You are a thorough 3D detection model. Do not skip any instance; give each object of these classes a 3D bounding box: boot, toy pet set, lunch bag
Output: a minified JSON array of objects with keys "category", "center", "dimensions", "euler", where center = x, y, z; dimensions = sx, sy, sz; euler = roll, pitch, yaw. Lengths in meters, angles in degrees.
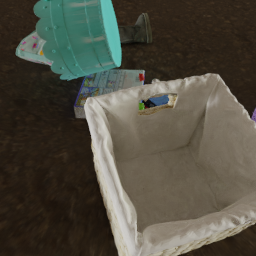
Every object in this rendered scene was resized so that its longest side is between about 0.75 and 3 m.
[{"category":"boot","center":[-0.227,-4.127,11.778],"dimensions":[2.302,0.835,2.093],"euler":[-7,42,3]},{"category":"toy pet set","center":[0.833,-0.391,7.172],"dimensions":[0.878,1.544,1.654],"euler":[-6,53,11]},{"category":"lunch bag","center":[-2.769,-2.823,10.028],"dimensions":[1.648,1.180,1.935],"euler":[17,41,16]}]

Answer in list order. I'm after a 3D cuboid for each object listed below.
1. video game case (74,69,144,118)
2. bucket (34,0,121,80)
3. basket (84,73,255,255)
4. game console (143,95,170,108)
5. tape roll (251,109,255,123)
[{"category":"video game case","center":[-0.497,-1.089,8.688],"dimensions":[1.897,0.475,2.092],"euler":[4,44,4]},{"category":"bucket","center":[-1.311,-2.826,8.265],"dimensions":[1.778,2.732,2.732],"euler":[-8,43,9]},{"category":"basket","center":[0.839,0.829,5.155],"dimensions":[2.708,2.197,2.732],"euler":[-13,55,-14]},{"category":"game console","center":[1.180,-0.750,8.551],"dimensions":[1.234,0.191,1.091],"euler":[-28,50,-26]},{"category":"tape roll","center":[3.822,-0.532,7.489],"dimensions":[0.564,1.327,1.327],"euler":[28,50,26]}]
